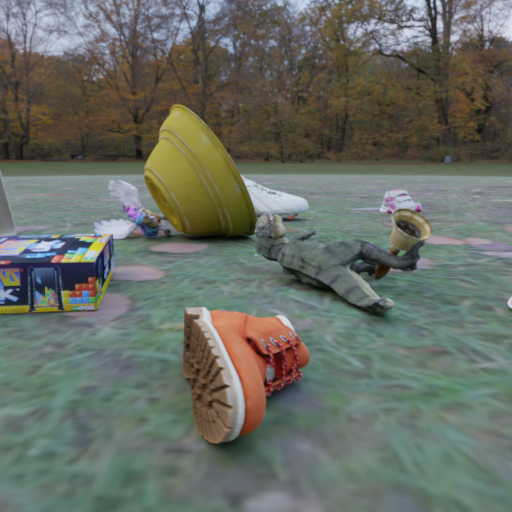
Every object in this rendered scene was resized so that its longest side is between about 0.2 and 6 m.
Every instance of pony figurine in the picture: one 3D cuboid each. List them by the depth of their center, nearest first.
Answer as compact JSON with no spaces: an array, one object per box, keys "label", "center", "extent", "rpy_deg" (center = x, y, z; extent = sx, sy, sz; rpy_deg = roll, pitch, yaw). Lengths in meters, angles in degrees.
[{"label":"pony figurine","center":[-2.433,-0.827,11.600],"extent":[1.425,1.229,1.476],"rpy_deg":[13,-1,18]}]

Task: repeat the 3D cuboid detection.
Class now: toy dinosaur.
[{"label":"toy dinosaur","center":[1.182,0.099,7.161],"extent":[1.524,0.821,3.459],"rpy_deg":[-8,17,-23]}]

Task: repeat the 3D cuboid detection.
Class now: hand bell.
[{"label":"hand bell","center":[1.700,-0.048,6.933],"extent":[0.528,1.015,0.528],"rpy_deg":[11,45,-12]}]

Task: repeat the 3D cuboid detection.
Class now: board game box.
[{"label":"board game box","center":[-2.777,0.153,6.991],"extent":[1.801,0.618,2.179],"rpy_deg":[-1,10,-10]}]

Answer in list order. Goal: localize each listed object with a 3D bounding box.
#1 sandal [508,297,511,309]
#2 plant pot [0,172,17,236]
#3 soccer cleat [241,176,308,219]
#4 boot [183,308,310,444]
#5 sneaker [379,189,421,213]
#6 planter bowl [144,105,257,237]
[{"label":"sandal","center":[3.827,-0.017,6.053],"extent":[2.366,0.678,0.906],"rpy_deg":[-21,7,7]},{"label":"plant pot","center":[-6.076,-1.062,10.623],"extent":[1.769,1.998,1.996],"rpy_deg":[-11,9,6]},{"label":"soccer cleat","center":[-0.168,-1.572,14.873],"extent":[3.117,1.209,1.080],"rpy_deg":[3,11,14]},{"label":"boot","center":[-0.018,0.724,3.889],"extent":[0.938,0.657,1.750],"rpy_deg":[4,9,-9]},{"label":"sneaker","center":[4.136,-1.554,16.147],"extent":[0.658,0.713,1.617],"rpy_deg":[-5,11,-25]},{"label":"planter bowl","center":[-1.368,-1.359,11.229],"extent":[1.259,3.023,3.023],"rpy_deg":[-34,21,-14]}]
